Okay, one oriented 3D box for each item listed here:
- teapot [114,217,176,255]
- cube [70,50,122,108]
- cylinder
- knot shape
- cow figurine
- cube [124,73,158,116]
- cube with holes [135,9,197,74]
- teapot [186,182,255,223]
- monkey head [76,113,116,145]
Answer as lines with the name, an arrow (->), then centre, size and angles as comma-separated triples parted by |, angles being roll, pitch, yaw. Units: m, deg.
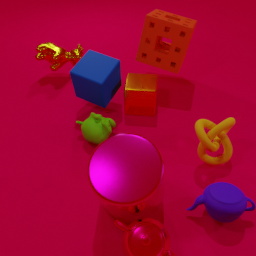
teapot -> 0.326, 1.827, 4.435 | 1.269, 0.622, 0.789 | 27, 69, 17
cube -> -0.802, -1.276, 7.293 | 0.941, 0.941, 0.941 | 23, 59, 16
cylinder -> 0.011, 0.923, 4.976 | 1.246, 1.246, 1.246 | -3, 60, 5
knot shape -> 1.795, 0.202, 5.927 | 1.039, 1.110, 0.513 | 23, -2, -33
cow figurine -> -2.087, -2.325, 8.841 | 1.305, 0.716, 1.284 | 33, 47, 7
cube -> 0.352, -0.903, 7.561 | 0.829, 0.829, 0.829 | 4, 42, 5
cube with holes -> 1.116, -2.534, 8.107 | 1.272, 1.272, 1.272 | 20, 33, 8
teapot -> 1.710, 1.396, 5.141 | 1.238, 0.606, 0.769 | 1, 29, 4
monkey head -> -0.691, 0.041, 6.703 | 1.124, 0.677, 0.809 | 44, 19, 19
